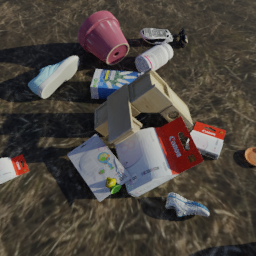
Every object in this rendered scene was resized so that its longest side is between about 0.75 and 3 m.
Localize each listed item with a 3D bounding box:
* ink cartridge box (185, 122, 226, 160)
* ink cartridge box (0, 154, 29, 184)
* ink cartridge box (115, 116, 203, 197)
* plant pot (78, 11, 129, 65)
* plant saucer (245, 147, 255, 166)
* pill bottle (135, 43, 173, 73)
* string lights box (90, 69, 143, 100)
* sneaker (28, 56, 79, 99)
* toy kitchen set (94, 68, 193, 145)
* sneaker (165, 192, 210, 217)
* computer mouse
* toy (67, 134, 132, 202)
[{"bbox_3d":[3.068,0.362,10.905,1.272,0.447,1.566,19,56,16],"label":"ink cartridge box"},{"bbox_3d":[-4.265,1.408,10.078,1.107,0.316,0.899,-26,54,-15],"label":"ink cartridge box"},{"bbox_3d":[0.913,0.825,9.554,2.598,0.741,2.112,-34,48,19],"label":"ink cartridge box"},{"bbox_3d":[-1.062,-4.287,13.904,2.192,2.192,1.962,-31,72,-24],"label":"plant pot"},{"bbox_3d":[4.752,1.097,10.407,0.841,0.157,0.841,0,49,0],"label":"plant saucer"},{"bbox_3d":[1.307,-3.401,13.684,1.800,1.020,1.020,-36,58,-26],"label":"pill bottle"},{"bbox_3d":[-0.302,-1.895,12.570,2.519,0.743,1.294,5,50,4],"label":"string lights box"},{"bbox_3d":[-3.440,-2.615,12.944,1.162,1.048,2.836,31,55,12],"label":"sneaker"},{"bbox_3d":[0.605,-0.042,10.781,2.954,2.665,2.410,-33,39,25],"label":"toy kitchen set"},{"bbox_3d":[1.866,2.616,8.934,1.438,0.539,0.623,16,57,24],"label":"sneaker"},{"bbox_3d":[1.942,-4.965,15.367,2.643,0.580,1.449,2,54,-6],"label":"computer mouse"},{"bbox_3d":[-1.006,1.399,9.830,1.315,0.539,2.283,-36,54,-11],"label":"toy"}]
